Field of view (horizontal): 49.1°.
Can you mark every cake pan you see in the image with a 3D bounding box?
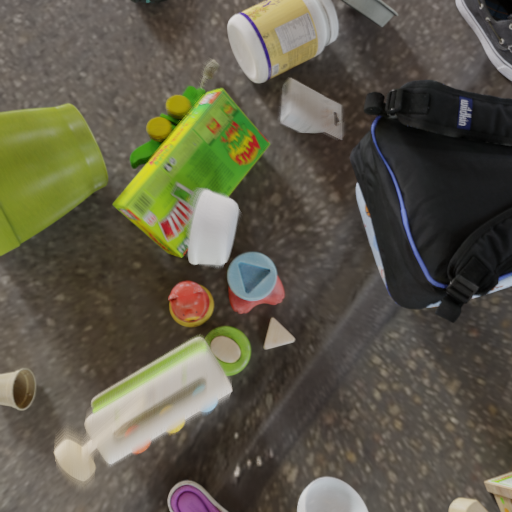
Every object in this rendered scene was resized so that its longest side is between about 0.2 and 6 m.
[{"bbox_3d":[1.934,-5.358,11.467,2.107,2.107,0.387,39,114,11],"label":"cake pan"}]

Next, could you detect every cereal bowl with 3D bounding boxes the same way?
[{"bbox_3d":[1.174,4.235,8.899,1.275,0.531,1.275,22,38,-18],"label":"cereal bowl"}]

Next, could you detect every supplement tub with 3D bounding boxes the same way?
[{"bbox_3d":[0.545,-4.519,11.356,1.918,1.394,1.394,-29,75,-9],"label":"supplement tub"}]

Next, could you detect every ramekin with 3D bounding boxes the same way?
[{"bbox_3d":[-0.711,-0.441,9.577,0.611,1.312,1.312,12,73,4],"label":"ramekin"}]

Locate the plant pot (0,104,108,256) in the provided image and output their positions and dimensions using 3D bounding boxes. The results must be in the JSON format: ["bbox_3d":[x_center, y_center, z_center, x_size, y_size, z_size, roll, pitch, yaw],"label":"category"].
[{"bbox_3d":[-4.108,-1.557,10.087,2.427,2.521,2.521,-28,74,-21],"label":"plant pot"}]

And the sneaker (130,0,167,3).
[{"bbox_3d":[-2.307,-6.563,12.397,0.873,0.831,2.203,5,81,-9],"label":"sneaker"}]

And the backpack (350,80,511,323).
[{"bbox_3d":[3.592,-0.866,9.426,3.528,2.853,3.704,-11,79,-9],"label":"backpack"}]

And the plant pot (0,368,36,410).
[{"bbox_3d":[-4.286,2.297,9.652,0.645,0.705,0.705,-3,72,10],"label":"plant pot"}]

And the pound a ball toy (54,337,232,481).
[{"bbox_3d":[-1.636,2.488,8.716,2.557,1.667,1.086,-31,99,-7],"label":"pound a ball toy"}]

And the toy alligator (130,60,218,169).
[{"bbox_3d":[-1.322,-2.702,11.045,0.814,0.889,2.999,32,68,6],"label":"toy alligator"}]

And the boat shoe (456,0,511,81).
[{"bbox_3d":[5.309,-4.826,11.658,1.037,0.982,2.966,-24,74,-7],"label":"boat shoe"}]

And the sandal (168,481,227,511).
[{"bbox_3d":[-0.577,4.517,8.981,2.147,0.528,0.874,34,77,8],"label":"sandal"}]

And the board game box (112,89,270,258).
[{"bbox_3d":[-1.149,-1.543,10.409,1.443,0.676,2.841,45,74,-29],"label":"board game box"}]

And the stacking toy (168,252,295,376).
[{"bbox_3d":[-0.392,0.992,9.901,2.092,0.884,1.894,-24,74,-7],"label":"stacking toy"}]

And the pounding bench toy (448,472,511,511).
[{"bbox_3d":[4.393,4.369,8.530,2.400,1.491,1.872,-16,74,-5],"label":"pounding bench toy"}]

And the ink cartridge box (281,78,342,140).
[{"bbox_3d":[1.109,-2.859,11.209,1.285,0.367,1.045,23,54,-27],"label":"ink cartridge box"}]
